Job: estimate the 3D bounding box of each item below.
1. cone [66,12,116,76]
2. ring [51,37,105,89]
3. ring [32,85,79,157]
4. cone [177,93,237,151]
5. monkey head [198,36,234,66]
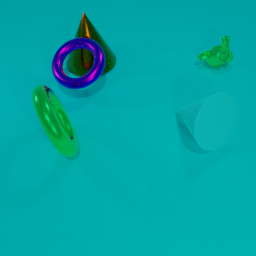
[{"bbox_3d":[-1.244,-2.767,8.670,1.670,1.676,1.670,-1,49,2],"label":"cone"},{"bbox_3d":[-1.380,-1.800,7.752,1.557,0.311,1.557,-3,73,11],"label":"ring"},{"bbox_3d":[-1.642,-0.157,6.448,0.361,1.803,1.803,-25,53,-2],"label":"ring"},{"bbox_3d":[1.683,-0.307,6.945,1.375,1.375,1.380,-28,29,-22],"label":"cone"},{"bbox_3d":[2.875,-2.432,8.880,1.302,0.937,0.785,-14,22,-30],"label":"monkey head"}]
